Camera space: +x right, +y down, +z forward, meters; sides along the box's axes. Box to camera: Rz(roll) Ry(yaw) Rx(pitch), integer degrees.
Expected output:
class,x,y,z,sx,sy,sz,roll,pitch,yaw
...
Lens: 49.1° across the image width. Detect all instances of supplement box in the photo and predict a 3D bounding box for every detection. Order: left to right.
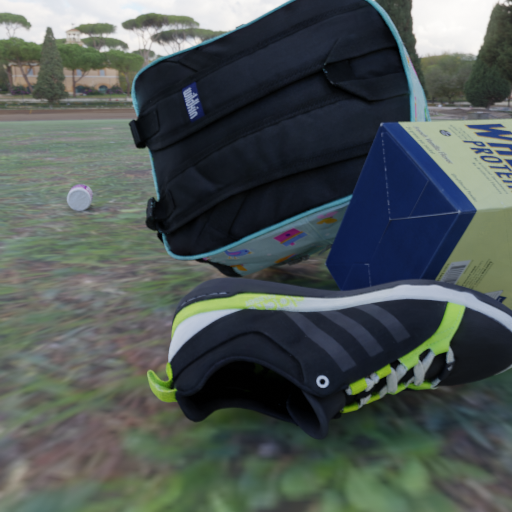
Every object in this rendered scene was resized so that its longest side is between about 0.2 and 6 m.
class,x,y,z,sx,sy,sz,roll,pitch,yaw
supplement box,1.939,-0.220,5.417,1.819,1.821,1.222,-7,48,-23

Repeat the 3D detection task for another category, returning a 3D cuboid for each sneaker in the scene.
class,x,y,z,sx,sy,sz,roll,pitch,yaw
sneaker,0.642,0.912,4.264,2.843,1.019,1.177,0,41,3

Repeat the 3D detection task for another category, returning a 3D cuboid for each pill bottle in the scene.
class,x,y,z,sx,sy,sz,roll,pitch,yaw
pill bottle,-3.665,-1.238,11.695,0.474,0.474,0.845,-4,17,-12

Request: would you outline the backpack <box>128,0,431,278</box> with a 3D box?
class,x,y,z,sx,sy,sz,roll,pitch,yaw
backpack,0.471,-1.419,6.880,3.290,2.892,2.522,-23,-22,28
